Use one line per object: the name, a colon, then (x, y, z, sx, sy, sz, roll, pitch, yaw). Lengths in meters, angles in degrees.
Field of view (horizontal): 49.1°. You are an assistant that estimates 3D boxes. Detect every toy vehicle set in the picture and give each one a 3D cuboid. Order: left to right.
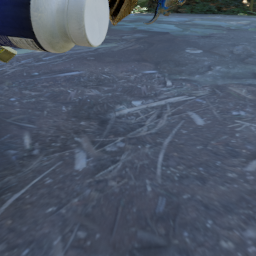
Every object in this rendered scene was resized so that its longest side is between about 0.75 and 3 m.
toy vehicle set: (-3.359, -1.999, 7.179, 0.514, 0.828, 0.110, -24, 57, 32)

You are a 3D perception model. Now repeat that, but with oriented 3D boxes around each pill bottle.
pill bottle: (-1.531, -1.936, 4.647, 2.269, 1.260, 1.260, 11, 29, 16)

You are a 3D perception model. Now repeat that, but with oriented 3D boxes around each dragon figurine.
dragon figurine: (1.126, -4.127, 8.759, 2.047, 1.018, 0.602, -38, -6, 10)

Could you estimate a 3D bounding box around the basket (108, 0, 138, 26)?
basket: (-0.262, -4.241, 8.703, 1.097, 1.537, 1.145, 40, 52, -2)
